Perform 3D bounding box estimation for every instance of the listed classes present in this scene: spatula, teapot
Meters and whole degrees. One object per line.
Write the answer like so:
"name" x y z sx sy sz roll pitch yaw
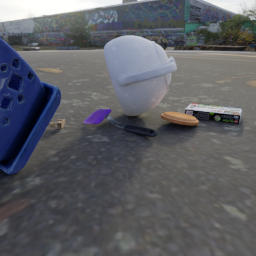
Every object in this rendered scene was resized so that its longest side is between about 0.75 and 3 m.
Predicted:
"spatula" -0.231 -0.130 7.936 2.519 0.259 0.712 18 53 33
"teapot" 0.522 -1.770 8.849 2.001 2.704 2.740 -17 58 7

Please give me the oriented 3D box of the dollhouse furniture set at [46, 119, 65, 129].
"dollhouse furniture set" -2.470 -0.322 8.045 1.222 0.634 0.541 0 21 -1

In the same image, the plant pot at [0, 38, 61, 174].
"plant pot" -2.806 -0.476 5.530 2.240 2.240 2.014 20 -10 42

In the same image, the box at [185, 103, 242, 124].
"box" 2.769 -0.494 9.061 1.678 0.291 0.923 9 21 23

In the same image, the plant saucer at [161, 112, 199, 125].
"plant saucer" 1.540 -0.304 8.328 1.120 0.181 1.120 8 14 -2
